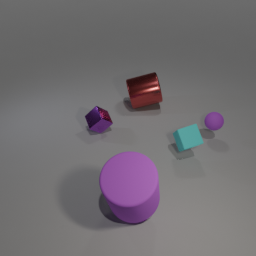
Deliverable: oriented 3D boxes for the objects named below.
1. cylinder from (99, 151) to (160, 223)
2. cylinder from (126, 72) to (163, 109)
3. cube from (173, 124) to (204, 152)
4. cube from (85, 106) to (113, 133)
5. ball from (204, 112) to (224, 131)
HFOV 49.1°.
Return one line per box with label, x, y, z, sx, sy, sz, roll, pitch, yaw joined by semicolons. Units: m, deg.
cylinder;0.087;1.521;7.102;1.400;1.400;1.400;-4;56;6
cylinder;0.743;-1.699;12.765;1.400;1.400;1.400;-14;32;4
cube;2.028;0.340;9.519;0.700;0.700;0.700;-18;-9;-7
cube;-1.153;-0.320;11.056;0.700;0.700;0.700;24;34;-50
ball;3.223;-0.255;10.481;0.700;0.700;0.700;0;32;0
